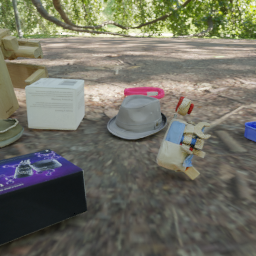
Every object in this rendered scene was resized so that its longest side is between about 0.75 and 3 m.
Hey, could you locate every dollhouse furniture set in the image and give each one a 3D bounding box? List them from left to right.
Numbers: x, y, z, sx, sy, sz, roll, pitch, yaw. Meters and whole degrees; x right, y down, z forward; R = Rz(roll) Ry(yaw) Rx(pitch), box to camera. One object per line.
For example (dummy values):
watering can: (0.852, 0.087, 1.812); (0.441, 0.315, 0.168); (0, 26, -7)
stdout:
dollhouse furniture set: (-3.992, -1.606, 8.163); (2.084, 2.432, 2.558); (9, 40, 14)

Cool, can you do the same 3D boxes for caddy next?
caddy: (3.032, 0.057, 6.356); (0.553, 0.411, 0.783); (-10, 21, -26)

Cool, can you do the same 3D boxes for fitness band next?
fitness band: (0.581, -1.261, 10.066); (1.475, 0.276, 1.059); (-1, 18, -6)

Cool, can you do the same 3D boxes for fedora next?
fedora: (0.243, -0.379, 6.727); (1.517, 0.685, 1.341); (-21, 33, -35)

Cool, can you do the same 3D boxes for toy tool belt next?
toy tool belt: (1.008, 0.179, 4.666); (0.763, 1.242, 0.775); (21, 6, 5)

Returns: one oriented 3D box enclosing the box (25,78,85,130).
box: (-1.813, -0.650, 7.227); (1.243, 1.065, 1.237); (2, 20, 0)

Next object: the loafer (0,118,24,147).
loafer: (-3.494, -0.064, 5.884); (2.450, 0.853, 0.921); (-1, 20, -23)

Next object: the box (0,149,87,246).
box: (-1.543, 0.857, 3.594); (1.657, 0.653, 1.170); (-12, 15, -36)
